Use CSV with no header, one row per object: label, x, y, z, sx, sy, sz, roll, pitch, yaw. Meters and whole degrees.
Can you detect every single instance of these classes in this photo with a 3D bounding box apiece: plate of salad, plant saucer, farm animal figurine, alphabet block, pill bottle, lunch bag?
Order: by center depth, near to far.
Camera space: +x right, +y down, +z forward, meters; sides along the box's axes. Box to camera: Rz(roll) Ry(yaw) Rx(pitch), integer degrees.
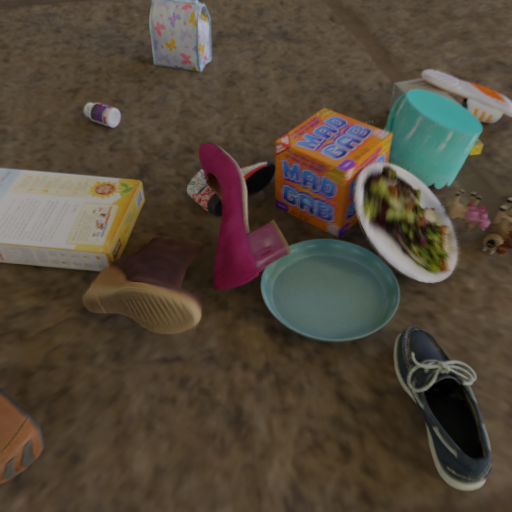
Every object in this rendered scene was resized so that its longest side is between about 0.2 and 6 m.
plant saucer,1.205,0.581,9.308,2.266,0.310,2.266,1,44,0
plate of salad,2.707,-0.666,9.713,2.364,0.568,2.364,16,57,-26
farm animal figurine,4.301,-0.523,10.133,1.583,0.834,1.600,-14,46,-35
alphabet block,4.832,-2.427,12.460,0.267,0.265,0.272,-9,46,-7
pill bottle,-3.671,-3.364,13.293,0.811,0.452,0.452,22,48,21
lunch bag,-2.012,-6.060,15.152,1.485,1.751,1.113,11,46,13

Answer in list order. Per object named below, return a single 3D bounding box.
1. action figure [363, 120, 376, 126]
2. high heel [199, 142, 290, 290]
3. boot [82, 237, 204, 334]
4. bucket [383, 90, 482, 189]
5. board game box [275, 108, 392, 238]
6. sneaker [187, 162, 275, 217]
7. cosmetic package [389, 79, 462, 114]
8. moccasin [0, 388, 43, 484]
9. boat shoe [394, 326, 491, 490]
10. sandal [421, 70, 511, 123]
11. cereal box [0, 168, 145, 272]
action figure,2.355,-3.074,13.041,0.774,0.419,0.800,9,43,-3
high heel,-0.712,-0.804,9.871,1.425,1.000,2.965,-28,57,-8
boot,-1.406,0.274,8.899,2.360,0.854,1.963,5,35,34
bucket,3.484,-2.406,11.347,1.933,1.257,1.933,15,38,-12
board game box,1.427,-1.599,10.670,1.541,1.540,1.539,30,52,28
sneaker,-0.524,-1.564,11.303,0.988,0.615,1.843,35,57,28
cosmetic package,3.990,-3.356,13.050,1.001,0.845,1.873,-11,48,-11
moccasin,-4.238,1.929,7.419,3.152,1.153,1.217,36,45,20
boat shoe,2.511,1.865,7.642,0.917,0.757,2.449,-1,44,-1
sandal,5.006,-3.690,13.372,2.511,0.720,0.962,22,38,0
cereal box,-3.817,-0.720,10.440,2.984,0.590,2.147,5,44,6
